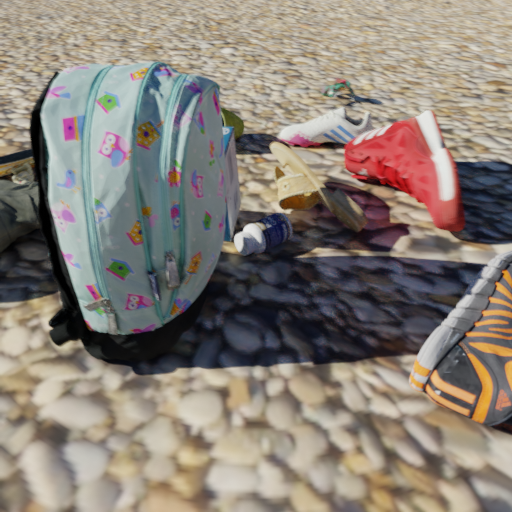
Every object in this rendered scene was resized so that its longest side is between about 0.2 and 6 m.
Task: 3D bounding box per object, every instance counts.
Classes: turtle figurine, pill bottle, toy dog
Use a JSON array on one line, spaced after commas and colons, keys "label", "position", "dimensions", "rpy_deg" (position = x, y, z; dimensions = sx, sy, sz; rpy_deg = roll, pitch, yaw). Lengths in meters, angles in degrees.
[{"label": "turtle figurine", "position": [2.219, -4.376, 14.685], "dimensions": [0.842, 0.566, 1.125], "rpy_deg": [0, 14, -23]}, {"label": "pill bottle", "position": [0.103, -0.333, 8.956], "dimensions": [0.886, 0.492, 0.492], "rpy_deg": [-26, 42, -32]}, {"label": "toy dog", "position": [-4.403, -1.400, 10.610], "dimensions": [0.370, 0.514, 0.530], "rpy_deg": [-16, 55, -5]}]

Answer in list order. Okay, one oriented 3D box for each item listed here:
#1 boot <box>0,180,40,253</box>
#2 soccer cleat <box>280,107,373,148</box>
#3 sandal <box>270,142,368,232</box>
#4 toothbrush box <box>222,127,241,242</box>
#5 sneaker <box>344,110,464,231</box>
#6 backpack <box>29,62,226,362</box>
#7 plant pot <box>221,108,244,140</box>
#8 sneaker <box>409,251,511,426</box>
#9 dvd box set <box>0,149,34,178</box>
[{"label": "boot", "position": [-3.751, -0.564, 8.900], "dimensions": [1.867, 0.968, 2.858], "rpy_deg": [-6, 34, -9]}, {"label": "soccer cleat", "position": [1.544, -2.862, 12.292], "dimensions": [2.031, 0.877, 0.709], "rpy_deg": [3, 35, 5]}, {"label": "sandal", "position": [0.778, -1.069, 9.775], "dimensions": [0.814, 0.907, 2.473], "rpy_deg": [-43, 60, -5]}, {"label": "toothbrush box", "position": [-1.475, -1.204, 9.045], "dimensions": [2.276, 1.666, 0.971], "rpy_deg": [4, 50, 9]}, {"label": "sneaker", "position": [2.634, -1.395, 10.294], "dimensions": [1.857, 1.259, 3.215], "rpy_deg": [-13, 35, 16]}, {"label": "backpack", "position": [-1.445, -0.697, 6.958], "dimensions": [2.115, 3.342, 2.789], "rpy_deg": [1, 34, 0]}, {"label": "plant pot", "position": [-0.735, -2.854, 12.364], "dimensions": [0.939, 0.939, 1.004], "rpy_deg": [24, 24, 30]}, {"label": "sneaker", "position": [3.073, 1.048, 6.686], "dimensions": [1.481, 1.026, 2.644], "rpy_deg": [29, 54, 29]}, {"label": "dvd box set", "position": [-4.615, -1.788, 10.803], "dimensions": [0.850, 0.171, 1.162], "rpy_deg": [-24, 6, -31]}]
